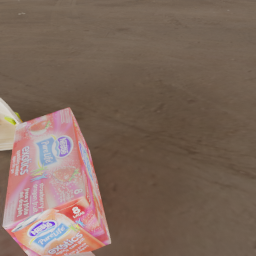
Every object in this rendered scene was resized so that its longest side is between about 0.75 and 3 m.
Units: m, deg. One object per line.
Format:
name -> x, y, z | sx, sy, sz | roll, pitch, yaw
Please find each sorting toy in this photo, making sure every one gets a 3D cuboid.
sorting toy -> -3.656, -0.190, 7.210 | 2.108, 1.898, 1.126 | -6, 61, -9

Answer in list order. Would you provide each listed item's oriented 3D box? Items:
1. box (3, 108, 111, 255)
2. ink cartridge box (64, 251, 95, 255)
box -> -1.440, 1.012, 5.719 | 1.364, 1.479, 2.881 | -21, 36, -3
ink cartridge box -> -0.623, 2.416, 4.135 | 0.916, 0.672, 0.669 | 28, 3, 37
